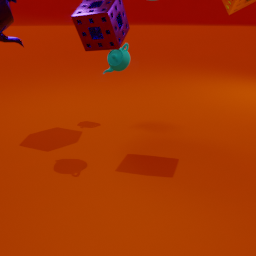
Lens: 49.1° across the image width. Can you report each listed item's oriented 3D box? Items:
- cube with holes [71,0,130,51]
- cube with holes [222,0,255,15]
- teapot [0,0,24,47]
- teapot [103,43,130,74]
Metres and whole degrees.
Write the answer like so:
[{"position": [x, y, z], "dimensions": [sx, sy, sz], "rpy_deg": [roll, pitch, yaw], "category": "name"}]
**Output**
[{"position": [-0.608, -2.489, 6.629], "dimensions": [0.911, 0.911, 0.911], "rpy_deg": [3, 50, 21], "category": "cube with holes"}, {"position": [2.143, -2.760, 5.195], "dimensions": [0.778, 0.778, 0.778], "rpy_deg": [-25, -1, 11], "category": "cube with holes"}, {"position": [-2.107, -1.908, 4.398], "dimensions": [0.722, 1.475, 0.917], "rpy_deg": [-22, 36, -15], "category": "teapot"}, {"position": [-0.310, -1.875, 7.696], "dimensions": [0.653, 1.050, 0.514], "rpy_deg": [42, 13, 20], "category": "teapot"}]
